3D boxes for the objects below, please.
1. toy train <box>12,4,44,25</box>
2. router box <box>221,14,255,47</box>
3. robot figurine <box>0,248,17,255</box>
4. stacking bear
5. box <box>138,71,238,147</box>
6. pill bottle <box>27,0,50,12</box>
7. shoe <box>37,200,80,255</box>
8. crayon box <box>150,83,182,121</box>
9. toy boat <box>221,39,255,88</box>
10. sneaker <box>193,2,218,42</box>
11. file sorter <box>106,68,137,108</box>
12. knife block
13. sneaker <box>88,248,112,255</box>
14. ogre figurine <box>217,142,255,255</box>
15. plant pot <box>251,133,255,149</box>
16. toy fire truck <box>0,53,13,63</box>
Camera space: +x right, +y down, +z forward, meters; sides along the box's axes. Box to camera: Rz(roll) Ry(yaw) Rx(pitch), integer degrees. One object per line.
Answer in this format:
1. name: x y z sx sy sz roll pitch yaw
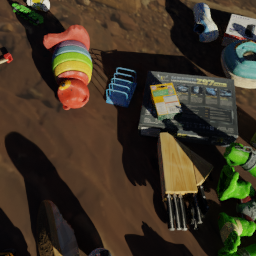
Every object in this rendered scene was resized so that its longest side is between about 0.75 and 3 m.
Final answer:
1. toy train: -4.368 -4.998 12.201 1.800 0.376 0.508 36 53 22
2. router box: 4.850 -3.764 11.270 1.803 0.440 1.618 18 58 12
3. robot figurine: -3.015 3.730 5.977 1.636 0.657 2.257 39 64 22
4. stacking bear: -1.883 -1.869 9.432 1.562 1.463 2.572 -15 65 13
5. box: 1.904 -0.674 8.960 2.916 0.744 2.300 7 57 5
6. pill bottle: -3.996 -5.541 12.468 0.916 0.513 0.513 20 58 13
7. shoe: -1.590 2.885 6.591 0.680 0.890 2.547 7 46 -40
8. crayon box: 1.123 -0.803 8.424 0.729 0.299 1.159 -9 57 -4
9. toy boat: 4.719 -2.393 9.724 2.837 1.318 2.385 4 47 1
10. sneaker: 3.010 -4.399 11.514 0.838 0.831 2.313 -8 53 0
11. file sorter: -0.206 -1.401 9.506 0.778 0.688 1.121 15 56 9
12. knife block: 1.180 1.496 7.451 2.344 0.750 2.058 38 62 23
13. sneaker: -0.668 3.037 5.866 0.689 1.736 0.681 7 86 26
14. ogre figurine: 3.094 1.932 6.712 1.776 1.454 2.963 6 63 -8
15. plant pot: 4.145 0.278 8.364 0.881 0.824 0.824 -37 62 -5
16. toy fire truck: -5.032 -2.563 10.560 0.767 0.265 1.088 37 63 22
